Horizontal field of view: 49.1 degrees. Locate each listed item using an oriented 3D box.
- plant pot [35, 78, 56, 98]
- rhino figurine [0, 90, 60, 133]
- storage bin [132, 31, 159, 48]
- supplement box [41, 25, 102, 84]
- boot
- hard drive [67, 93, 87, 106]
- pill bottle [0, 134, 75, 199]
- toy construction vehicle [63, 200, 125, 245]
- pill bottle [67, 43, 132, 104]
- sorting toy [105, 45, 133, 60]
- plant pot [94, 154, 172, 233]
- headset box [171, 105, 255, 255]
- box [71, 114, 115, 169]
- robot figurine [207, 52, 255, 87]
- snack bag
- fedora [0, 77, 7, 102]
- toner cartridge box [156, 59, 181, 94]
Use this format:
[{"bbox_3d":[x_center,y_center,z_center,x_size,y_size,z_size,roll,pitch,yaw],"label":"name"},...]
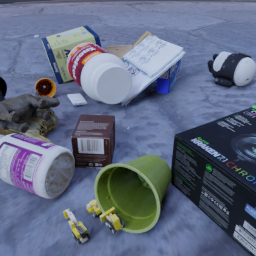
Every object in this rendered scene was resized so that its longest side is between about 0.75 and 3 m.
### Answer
[{"bbox_3d":[-3.093,-1.498,10.442,0.753,0.753,0.690,-12,17,-18],"label":"plant pot"},{"bbox_3d":[-2.623,-0.535,7.348,1.063,0.727,2.432,9,22,17],"label":"rhino figurine"},{"bbox_3d":[0.825,-3.348,12.504,1.693,0.799,1.705,-45,31,12],"label":"storage bin"},{"bbox_3d":[-2.384,-3.256,12.181,2.179,1.464,2.181,-21,35,-11],"label":"supplement box"},{"bbox_3d":[-2.423,0.077,7.776,2.047,0.745,1.591,15,33,28],"label":"boot"},{"bbox_3d":[-1.819,-1.025,10.032,0.499,0.096,0.757,-8,34,-27],"label":"hard drive"},{"bbox_3d":[-2.301,0.753,6.256,2.005,1.125,1.125,14,34,23],"label":"pill bottle"},{"bbox_3d":[-0.686,1.693,5.304,0.889,0.360,1.021,-25,29,-22],"label":"toy construction vehicle"},{"bbox_3d":[-1.050,-1.979,10.085,1.683,1.683,2.980,-14,31,-22],"label":"pill bottle"},{"bbox_3d":[-0.801,-3.191,12.947,1.641,0.323,1.773,8,51,35],"label":"sorting toy"},{"bbox_3d":[0.269,1.135,5.637,1.383,1.383,1.313,17,23,26],"label":"plant pot"},{"bbox_3d":[2.838,0.846,5.849,2.938,1.363,2.558,-17,35,-26],"label":"headset box"},{"bbox_3d":[-0.834,0.325,7.125,0.940,0.931,1.133,2,31,4],"label":"box"},{"bbox_3d":[4.240,-2.421,11.482,1.193,1.437,1.912,-3,25,-46],"label":"robot figurine"},{"bbox_3d":[0.382,-2.324,10.690,2.904,0.311,2.738,-41,37,1],"label":"snack bag"},{"bbox_3d":[-4.081,-0.298,7.629,1.113,2.437,2.437,42,42,6],"label":"fedora"},{"bbox_3d":[1.691,-2.330,11.385,0.495,1.088,2.291,11,33,16],"label":"toner cartridge box"}]
